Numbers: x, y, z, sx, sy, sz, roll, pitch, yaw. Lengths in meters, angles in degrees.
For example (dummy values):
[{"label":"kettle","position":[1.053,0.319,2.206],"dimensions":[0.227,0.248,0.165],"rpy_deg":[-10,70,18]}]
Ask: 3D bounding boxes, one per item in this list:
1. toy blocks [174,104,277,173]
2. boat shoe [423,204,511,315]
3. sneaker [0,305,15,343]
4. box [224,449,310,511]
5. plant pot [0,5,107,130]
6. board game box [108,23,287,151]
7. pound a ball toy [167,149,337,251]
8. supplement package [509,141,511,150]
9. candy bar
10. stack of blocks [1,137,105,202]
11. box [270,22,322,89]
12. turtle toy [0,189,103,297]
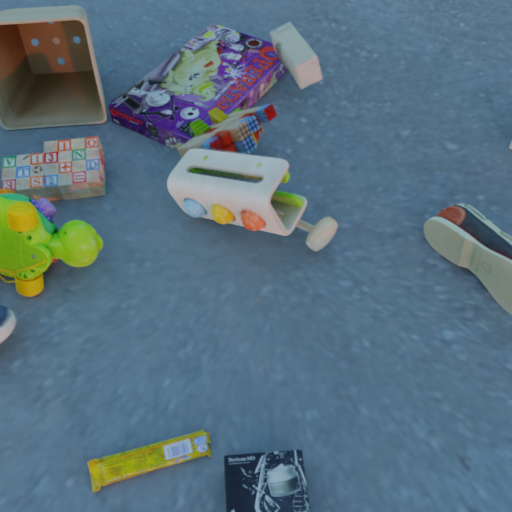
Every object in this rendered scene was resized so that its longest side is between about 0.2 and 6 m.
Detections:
[{"label":"toy blocks","position":[-0.446,-2.122,10.073],"dimensions":[1.320,0.965,1.931],"rpy_deg":[4,39,49]},{"label":"boat shoe","position":[3.871,0.088,8.774],"dimensions":[0.834,0.949,2.666],"rpy_deg":[-27,52,-23]},{"label":"sneaker","position":[-4.969,0.844,7.677],"dimensions":[3.001,1.268,1.125],"rpy_deg":[-7,30,-7]},{"label":"box","position":[0.123,2.916,6.697],"dimensions":[0.977,0.605,0.960],"rpy_deg":[-4,50,-3]},{"label":"plant pot","position":[-4.219,-4.038,11.389],"dimensions":[2.116,2.119,1.876],"rpy_deg":[-5,43,-4]},{"label":"board game box","position":[-1.075,-3.668,11.992],"dimensions":[2.237,0.602,3.728],"rpy_deg":[28,56,15]},{"label":"pound a ball toy","position":[-0.106,-0.758,9.219],"dimensions":[2.473,1.613,1.051],"rpy_deg":[15,64,35]},{"label":"supplement package","position":[5.647,-2.671,10.424],"dimensions":[1.006,1.680,1.019],"rpy_deg":[34,59,24]},{"label":"candy bar","position":[-1.345,2.606,7.203],"dimensions":[1.602,0.178,0.400],"rpy_deg":[-13,56,-11]},{"label":"stack of blocks","position":[-3.647,-1.538,10.142],"dimensions":[1.707,0.500,0.983],"rpy_deg":[-8,65,-5]},{"label":"box","position":[0.813,-4.157,11.597],"dimensions":[0.513,0.616,1.500],"rpy_deg":[-25,50,2]},{"label":"turtle toy","position":[-3.533,-0.288,8.794],"dimensions":[2.193,1.598,1.109],"rpy_deg":[15,32,10]}]
